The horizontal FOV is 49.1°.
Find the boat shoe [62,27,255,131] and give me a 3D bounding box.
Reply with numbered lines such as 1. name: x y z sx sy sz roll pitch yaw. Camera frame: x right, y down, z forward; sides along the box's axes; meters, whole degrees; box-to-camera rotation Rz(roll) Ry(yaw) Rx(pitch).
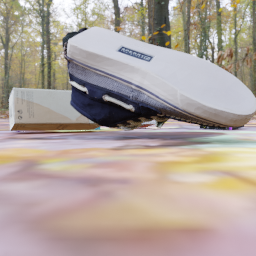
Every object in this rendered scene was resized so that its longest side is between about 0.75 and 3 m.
1. boat shoe: 0.309 -0.453 4.247 2.848 1.321 1.063 27 46 18

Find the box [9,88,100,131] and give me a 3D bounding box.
1. box: -1.580 -0.374 6.282 1.950 0.758 0.926 -1 -10 -27

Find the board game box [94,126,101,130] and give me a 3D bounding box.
1. board game box: -1.309 -0.067 7.742 0.959 0.225 0.724 -1 2 -20

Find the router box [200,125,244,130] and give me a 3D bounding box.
1. router box: 2.703 -0.142 8.000 0.903 0.309 1.210 3 6 37

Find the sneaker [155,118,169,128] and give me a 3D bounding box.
1. sneaker: 1.176 -0.607 8.139 0.714 0.822 1.856 15 -33 1

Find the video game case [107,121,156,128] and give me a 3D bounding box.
1. video game case: 0.086 -0.101 8.364 1.250 0.109 0.894 0 -7 -16
